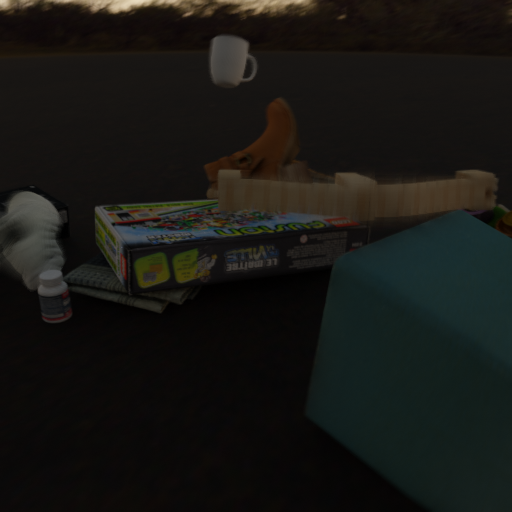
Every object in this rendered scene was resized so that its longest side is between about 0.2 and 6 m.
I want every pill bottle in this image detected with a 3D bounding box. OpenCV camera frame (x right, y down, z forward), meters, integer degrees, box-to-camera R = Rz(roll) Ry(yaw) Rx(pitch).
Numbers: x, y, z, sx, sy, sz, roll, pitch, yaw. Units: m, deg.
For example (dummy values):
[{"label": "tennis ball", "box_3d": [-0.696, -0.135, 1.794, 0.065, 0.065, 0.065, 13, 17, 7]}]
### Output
[{"label": "pill bottle", "box_3d": [-2.873, 0.570, 7.960, 0.407, 0.681, 0.407, 0, 25, 0]}]

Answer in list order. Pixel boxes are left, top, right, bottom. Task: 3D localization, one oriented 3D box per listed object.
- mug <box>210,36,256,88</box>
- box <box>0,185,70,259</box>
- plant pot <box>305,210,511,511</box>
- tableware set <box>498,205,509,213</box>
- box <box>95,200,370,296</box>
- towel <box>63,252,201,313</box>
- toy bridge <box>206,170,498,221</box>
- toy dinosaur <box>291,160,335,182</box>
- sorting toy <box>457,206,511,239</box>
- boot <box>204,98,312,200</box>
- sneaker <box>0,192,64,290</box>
[{"label": "mug", "box_3d": [-0.472, -4.022, 11.805, 1.019, 0.893, 0.752, 5, 3, -24]}, {"label": "box", "box_3d": [-4.629, -0.614, 10.353, 1.322, 0.739, 1.873, 30, 38, 34]}, {"label": "plant pot", "box_3d": [2.266, 1.229, 5.112, 2.026, 2.027, 2.868, -19, 39, -35]}, {"label": "tableware set", "box_3d": [6.170, -0.463, 10.575, 2.798, 0.429, 1.885, -2, 29, -8]}, {"label": "box", "box_3d": [-0.406, -0.333, 9.307, 4.028, 0.699, 2.217, -7, 23, -26]}, {"label": "towel", "box_3d": [-1.757, 0.276, 9.017, 2.007, 0.347, 1.933, 8, 22, 13]}, {"label": "toy bridge", "box_3d": [1.556, -0.985, 8.969, 4.679, 0.637, 1.573, -1, 14, -3]}, {"label": "toy dinosaur", "box_3d": [0.981, -2.069, 13.565, 1.312, 0.746, 2.470, -20, 32, -38]}, {"label": "sorting toy", "box_3d": [4.320, -0.669, 9.875, 1.379, 0.942, 2.294, -28, 32, -6]}, {"label": "boot", "box_3d": [-0.063, -2.111, 12.129, 2.136, 1.055, 2.751, -14, 66, 4]}, {"label": "sneaker", "box_3d": [-3.680, -0.463, 8.934, 0.820, 0.884, 2.181, -36, 46, 2]}]
